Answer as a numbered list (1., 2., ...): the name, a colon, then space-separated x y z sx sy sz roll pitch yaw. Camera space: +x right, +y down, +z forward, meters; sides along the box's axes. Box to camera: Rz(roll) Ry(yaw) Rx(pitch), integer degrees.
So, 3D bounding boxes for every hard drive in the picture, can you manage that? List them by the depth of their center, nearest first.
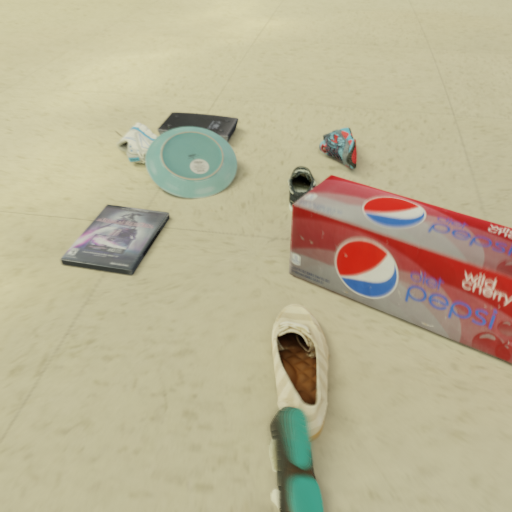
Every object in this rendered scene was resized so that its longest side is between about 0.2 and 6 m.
1. hard drive: -1.540 -3.405 15.054 1.924 0.407 1.298 8 38 10

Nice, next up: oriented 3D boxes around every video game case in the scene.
1. video game case: -2.760 -0.370 11.219 1.441 0.191 2.017 8 39 11

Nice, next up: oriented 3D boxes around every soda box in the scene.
1. soda box: 2.840 0.134 9.336 4.567 1.599 1.448 22 39 26

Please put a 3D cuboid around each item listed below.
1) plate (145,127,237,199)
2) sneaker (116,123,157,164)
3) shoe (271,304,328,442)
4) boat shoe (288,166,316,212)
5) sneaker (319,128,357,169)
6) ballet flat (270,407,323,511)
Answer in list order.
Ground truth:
1. plate: -1.484 -2.255 12.960 2.133 0.273 2.133 5 59 -7
2. sneaker: -2.597 -2.486 13.684 2.199 0.824 0.953 29 59 37
3. shoe: 0.681 1.513 8.298 0.880 0.672 2.517 0 37 -1
4. boat shoe: 1.044 -1.627 12.584 0.671 0.536 1.776 1 37 1
5. sneaker: 2.012 -2.606 13.886 0.865 0.718 1.810 -6 28 4
6. ballet flat: 0.447 2.667 6.766 0.556 0.559 1.634 20 49 -30
